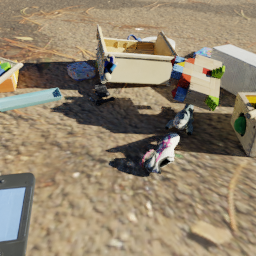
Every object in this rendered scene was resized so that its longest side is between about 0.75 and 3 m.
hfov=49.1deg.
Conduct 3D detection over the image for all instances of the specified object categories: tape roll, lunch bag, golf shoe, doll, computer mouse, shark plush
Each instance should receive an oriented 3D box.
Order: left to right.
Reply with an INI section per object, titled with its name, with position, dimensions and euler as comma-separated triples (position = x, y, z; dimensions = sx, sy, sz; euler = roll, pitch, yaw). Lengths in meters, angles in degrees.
[lunch bag]
position = -2.013, -2.478, 12.225
dimensions = 1.044, 0.492, 1.303
euler = -18, 38, -27
[computer mouse]
position = -1.105, -1.232, 10.657
dimensions = 0.890, 0.292, 1.267
euler = -21, 46, -23
[doll]
position = -0.521, -1.527, 7.306
dimensions = 0.238, 0.671, 0.983
euler = 32, 33, -28
[tape roll]
position = 1.591, -4.485, 15.178
dimensions = 1.933, 0.353, 1.933
euler = 1, 36, 0
[golf shoe]
position = 1.026, 0.708, 7.674
dimensions = 0.700, 0.552, 1.520
euler = 29, 53, 29
[shark plush]
position = 1.984, -0.494, 9.120
dimensions = 0.861, 0.790, 1.896
euler = 24, 42, 30

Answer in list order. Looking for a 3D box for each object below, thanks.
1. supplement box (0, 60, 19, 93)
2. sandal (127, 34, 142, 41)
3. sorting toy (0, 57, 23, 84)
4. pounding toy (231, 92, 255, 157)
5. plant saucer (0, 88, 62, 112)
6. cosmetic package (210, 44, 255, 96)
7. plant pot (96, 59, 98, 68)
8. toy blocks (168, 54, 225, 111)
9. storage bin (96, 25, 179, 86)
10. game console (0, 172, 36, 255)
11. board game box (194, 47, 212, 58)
[supplement box]
position = -4.982, -2.188, 11.673
dimensions = 0.637, 0.659, 1.916
euler = -9, 38, -10
[sandal]
position = 0.515, -4.213, 14.371
dimensions = 1.959, 0.853, 0.778
euler = 31, 40, 33
[sorting toy]
position = -5.363, -2.021, 10.786
dimensions = 2.256, 0.411, 2.088
euler = 19, 58, 42
[pounding toy]
position = 4.027, -0.243, 8.036
dimensions = 2.290, 1.628, 2.108
euler = 1, 35, 1
[plant saucer]
position = -3.650, -1.052, 10.434
dimensions = 2.300, 0.218, 0.804
euler = -14, 37, -20
[cosmetic package]
position = 4.458, -2.085, 10.832
dimensions = 1.011, 1.438, 2.836
euler = -17, 39, -23
[plant pot]
position = -1.169, -3.272, 13.096
dimensions = 0.717, 0.766, 0.717
euler = 0, 35, 0
[toy blocks]
position = 2.001, -1.551, 8.729
dimensions = 1.590, 1.162, 2.326
euler = 18, 51, 2
[storage bin]
position = 0.228, -3.127, 11.786
dimensions = 2.929, 1.372, 2.907
euler = 0, 42, -14
[game console]
position = -3.105, 1.512, 5.645
dimensions = 1.995, 1.383, 2.337
euler = -5, 40, -7
[board game box]
position = 4.012, -3.724, 14.165
dimensions = 0.920, 0.272, 1.210
euler = 24, 42, 30
